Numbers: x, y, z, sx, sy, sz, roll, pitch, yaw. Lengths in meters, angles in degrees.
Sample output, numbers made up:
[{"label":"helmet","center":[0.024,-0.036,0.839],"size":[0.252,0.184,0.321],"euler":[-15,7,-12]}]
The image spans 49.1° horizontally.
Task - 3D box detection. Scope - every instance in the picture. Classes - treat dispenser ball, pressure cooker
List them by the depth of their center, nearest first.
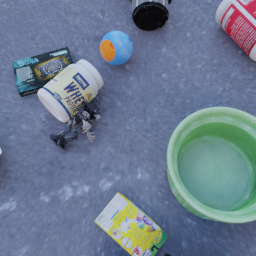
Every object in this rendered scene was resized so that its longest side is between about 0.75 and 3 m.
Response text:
[{"label":"treat dispenser ball","center":[-0.392,-2.687,9.438],"size":[1.107,1.107,1.107],"euler":[0,66,0]},{"label":"pressure cooker","center":[0.775,-4.492,10.109],"size":[1.366,1.345,1.529],"euler":[-18,59,37]}]

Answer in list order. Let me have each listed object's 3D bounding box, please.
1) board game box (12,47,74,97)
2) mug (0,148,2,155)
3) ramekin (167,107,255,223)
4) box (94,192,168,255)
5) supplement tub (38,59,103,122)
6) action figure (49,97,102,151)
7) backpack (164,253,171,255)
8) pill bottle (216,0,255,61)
[{"label":"board game box","center":[-2.823,-1.946,9.561],"size":[2.003,0.282,1.355],"euler":[-17,67,-7]},{"label":"mug","center":[-4.546,0.998,7.710],"size":[1.785,1.503,2.036],"euler":[-43,95,-6]},{"label":"ramekin","center":[2.465,1.070,7.583],"size":[2.990,1.461,2.990],"euler":[0,66,0]},{"label":"box","center":[0.096,2.645,7.408],"size":[1.730,0.419,1.015],"euler":[38,80,17]},{"label":"supplement tub","center":[-1.741,-1.165,8.669],"size":[1.264,1.264,1.743],"euler":[40,72,16]},{"label":"action figure","center":[-1.353,-0.057,8.343],"size":[1.868,1.110,0.953],"euler":[-42,62,-7]},{"label":"backpack","center":[1.743,3.655,5.929],"size":[2.204,2.414,1.624],"euler":[8,66,2]},{"label":"pill bottle","center":[4.421,-3.327,9.445],"size":[1.584,1.584,2.822],"euler":[-28,70,-12]}]
